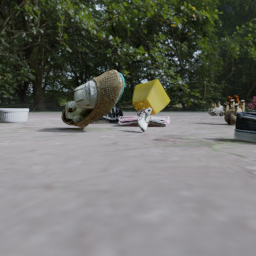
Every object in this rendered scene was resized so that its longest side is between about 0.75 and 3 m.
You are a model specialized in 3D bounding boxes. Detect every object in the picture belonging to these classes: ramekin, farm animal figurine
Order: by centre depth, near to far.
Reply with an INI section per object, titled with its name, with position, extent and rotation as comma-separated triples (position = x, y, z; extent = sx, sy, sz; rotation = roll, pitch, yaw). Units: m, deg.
[farm animal figurine]
position = 4.429, -0.575, 10.860
extent = 1.944, 1.025, 1.966
rotation = -16, 18, -27
[ramekin]
position = -4.912, -0.522, 11.975
extent = 1.285, 0.598, 1.285
rotation = 0, 4, 0

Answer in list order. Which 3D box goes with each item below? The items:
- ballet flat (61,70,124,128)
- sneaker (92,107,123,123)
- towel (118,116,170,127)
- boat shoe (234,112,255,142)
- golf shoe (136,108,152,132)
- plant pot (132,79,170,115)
[ballet flat]
position = -1.121, -0.658, 7.632
extent = 0.944, 1.019, 2.891
rotation = -3, -20, -31
[sneaker]
position = -1.125, -0.534, 11.626
extent = 1.891, 0.697, 0.757
rotation = -1, 2, -20
[towel]
position = 0.682, -0.247, 10.431
extent = 1.711, 0.350, 2.338
rotation = 1, 2, 10
[boat shoe]
position = 2.794, -0.051, 4.899
extent = 0.707, 0.668, 1.971
rotation = -3, 5, -34
[golf shoe]
position = 0.443, -0.249, 7.428
extent = 0.373, 0.327, 0.847
rotation = -27, 34, 24
[plant pot]
position = 0.822, -1.087, 11.173
extent = 1.137, 1.137, 1.003
rotation = -10, 37, 39
